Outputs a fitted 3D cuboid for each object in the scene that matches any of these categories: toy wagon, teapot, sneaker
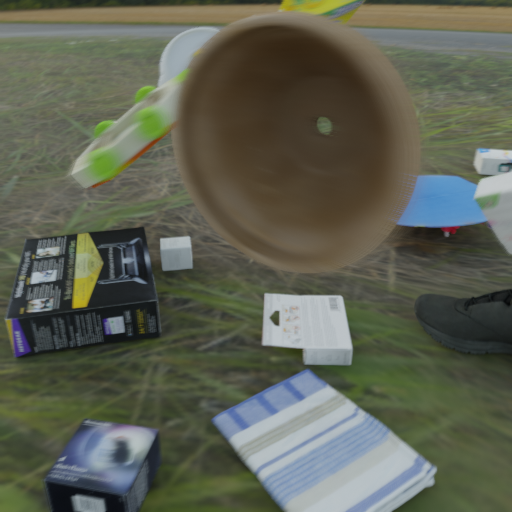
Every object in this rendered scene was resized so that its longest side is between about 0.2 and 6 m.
[{"bbox_3d":[-1.833,-2.248,9.216,2.863,0.566,2.221,-37,27,7],"label":"toy wagon"},{"bbox_3d":[-1.041,-3.742,11.798,1.857,1.356,1.833,31,80,10],"label":"teapot"},{"bbox_3d":[3.325,0.799,7.376,2.425,1.101,0.921,14,33,27],"label":"sneaker"}]

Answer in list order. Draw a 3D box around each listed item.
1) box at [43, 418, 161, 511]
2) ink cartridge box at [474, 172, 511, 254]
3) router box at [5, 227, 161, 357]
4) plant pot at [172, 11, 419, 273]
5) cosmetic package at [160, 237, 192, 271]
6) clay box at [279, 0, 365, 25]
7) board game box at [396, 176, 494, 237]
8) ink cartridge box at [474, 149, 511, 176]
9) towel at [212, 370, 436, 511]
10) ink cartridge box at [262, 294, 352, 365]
[{"bbox_3d":[-1.476,2.107,5.507,0.839,0.517,0.832,5,27,10],"label":"box"},{"bbox_3d":[3.229,-0.518,6.881,0.625,1.068,0.359,-10,41,46],"label":"ink cartridge box"},{"bbox_3d":[-2.567,0.425,8.539,1.964,0.652,2.498,-6,28,-12],"label":"router box"},{"bbox_3d":[0.520,-1.289,6.241,2.749,2.749,1.269,14,34,24],"label":"plant pot"},{"bbox_3d":[-1.379,-0.041,9.674,0.523,0.431,0.431,-4,29,-7],"label":"cosmetic package"},{"bbox_3d":[1.054,-4.367,10.268,1.417,0.587,2.467,-27,4,-13],"label":"clay box"},{"bbox_3d":[3.432,-0.879,11.175,2.448,0.603,3.099,-10,24,-9],"label":"board game box"},{"bbox_3d":[6.242,-2.315,13.975,1.351,0.454,0.785,5,28,8],"label":"ink cartridge box"},{"bbox_3d":[0.648,2.038,5.945,1.490,0.242,2.029,-19,32,-29],"label":"towel"},{"bbox_3d":[0.682,0.996,7.840,1.173,0.298,1.331,2,27,2],"label":"ink cartridge box"}]
